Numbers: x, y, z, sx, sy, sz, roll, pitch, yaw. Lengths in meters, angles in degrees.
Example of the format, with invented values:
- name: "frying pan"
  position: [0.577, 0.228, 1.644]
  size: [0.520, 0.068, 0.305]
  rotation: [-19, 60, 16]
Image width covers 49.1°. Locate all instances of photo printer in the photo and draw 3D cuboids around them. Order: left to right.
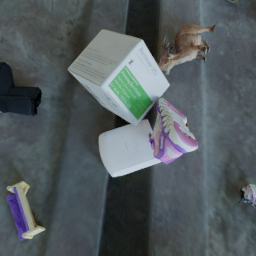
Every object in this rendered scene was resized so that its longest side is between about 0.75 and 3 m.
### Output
- name: "photo printer"
  position: [0.020, 0.675, 9.301]
  size: [1.900, 0.660, 1.581]
  rotation: [-17, 67, -8]

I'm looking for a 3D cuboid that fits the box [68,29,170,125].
- name: "box"
  position: [-0.272, -1.629, 8.990]
  size: [1.830, 2.125, 2.136]
  rotation: [-51, 45, -8]

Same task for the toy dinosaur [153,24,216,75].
- name: "toy dinosaur"
  position: [2.215, -3.338, 10.854]
  size: [1.917, 1.214, 2.829]
  rotation: [18, 61, 15]

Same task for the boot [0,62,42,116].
- name: "boot"
  position: [-3.955, -1.409, 10.139]
  size: [1.719, 0.781, 2.046]
  rotation: [2, 73, 5]

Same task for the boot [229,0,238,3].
- name: "boot"
  position: [5.245, -6.196, 12.278]
  size: [2.185, 0.788, 1.690]
  rotation: [24, 67, 16]

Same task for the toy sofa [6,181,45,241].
- name: "toy sofa"
  position: [-3.209, 2.521, 8.486]
  size: [0.793, 0.673, 1.626]
  rotation: [-24, 68, -11]

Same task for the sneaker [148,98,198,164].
- name: "sneaker"
  position: [1.149, 0.083, 8.582]
  size: [1.135, 1.247, 2.821]
  rotation: [33, 24, -17]

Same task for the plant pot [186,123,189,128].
- name: "plant pot"
  position: [1.662, 0.030, 9.724]
  size: [0.821, 0.379, 0.821]
  rotation: [0, 61, 0]

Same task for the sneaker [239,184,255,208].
- name: "sneaker"
  position: [3.825, 2.318, 8.759]
  size: [0.716, 0.398, 1.024]
  rotation: [-14, 58, -5]
